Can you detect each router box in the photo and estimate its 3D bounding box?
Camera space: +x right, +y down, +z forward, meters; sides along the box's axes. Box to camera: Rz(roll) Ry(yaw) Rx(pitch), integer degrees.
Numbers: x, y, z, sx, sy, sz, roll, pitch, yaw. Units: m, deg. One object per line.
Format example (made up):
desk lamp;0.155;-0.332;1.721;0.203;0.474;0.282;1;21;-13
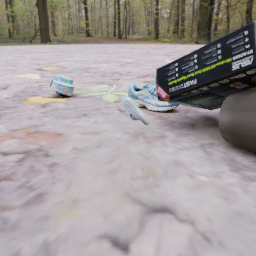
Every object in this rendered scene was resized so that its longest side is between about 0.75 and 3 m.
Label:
router box;2.367;-1.220;6.661;2.148;0.890;2.866;5;-11;-35

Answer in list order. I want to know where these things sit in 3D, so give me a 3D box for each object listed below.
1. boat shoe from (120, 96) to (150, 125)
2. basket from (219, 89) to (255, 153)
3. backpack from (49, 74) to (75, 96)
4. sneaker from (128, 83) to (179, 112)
boat shoe;0.153;-0.344;6.478;0.304;0.855;0.298;-40;16;8
basket;2.906;-0.124;5.337;1.368;1.814;2.011;2;6;-35
backpack;-2.433;-1.565;10.448;0.868;0.736;0.978;15;16;-24
sneaker;0.746;-0.993;8.811;1.811;0.782;0.703;10;22;26
